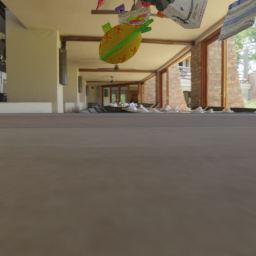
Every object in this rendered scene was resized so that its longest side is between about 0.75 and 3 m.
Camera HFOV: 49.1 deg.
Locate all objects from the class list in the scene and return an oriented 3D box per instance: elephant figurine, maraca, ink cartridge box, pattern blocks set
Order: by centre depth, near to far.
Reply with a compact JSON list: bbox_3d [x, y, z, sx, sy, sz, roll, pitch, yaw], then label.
[{"bbox_3d":[0.274,-2.367,4.670,1.024,0.724,0.794,34,-9,35],"label":"elephant figurine"},{"bbox_3d":[-0.054,-2.204,7.007,1.627,0.870,1.115,-36,20,6],"label":"maraca"},{"bbox_3d":[1.765,-4.073,8.943,1.677,1.222,0.711,13,5,-45],"label":"ink cartridge box"},{"bbox_3d":[0.254,-3.994,10.472,2.495,0.230,2.839,-15,-2,12],"label":"pattern blocks set"}]

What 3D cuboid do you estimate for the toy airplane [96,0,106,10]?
[{"bbox_3d":[-0.032,-3.031,4.921,0.390,2.120,2.120,36,-5,-13],"label":"toy airplane"}]

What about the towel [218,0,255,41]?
[{"bbox_3d":[3.663,-3.715,9.146,0.210,1.765,1.296,34,-25,-24],"label":"towel"}]
